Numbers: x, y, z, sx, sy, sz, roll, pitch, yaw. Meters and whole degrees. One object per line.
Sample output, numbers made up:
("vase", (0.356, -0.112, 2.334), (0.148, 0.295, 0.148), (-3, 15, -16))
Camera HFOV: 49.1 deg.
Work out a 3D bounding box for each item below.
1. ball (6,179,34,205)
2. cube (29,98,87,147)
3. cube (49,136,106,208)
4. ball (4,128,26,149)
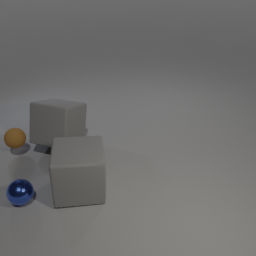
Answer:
("ball", (-2.915, 1.731, 7.574), (0.700, 0.700, 0.700), (0, 30, 0))
("cube", (-2.382, -0.191, 9.654), (1.400, 1.400, 1.400), (10, 14, 18))
("cube", (-1.369, 1.175, 7.808), (1.400, 1.400, 1.400), (-3, 30, -9))
("ball", (-3.784, 0.339, 9.385), (0.700, 0.700, 0.700), (0, 30, 0))
